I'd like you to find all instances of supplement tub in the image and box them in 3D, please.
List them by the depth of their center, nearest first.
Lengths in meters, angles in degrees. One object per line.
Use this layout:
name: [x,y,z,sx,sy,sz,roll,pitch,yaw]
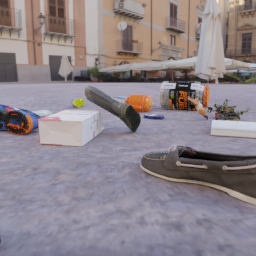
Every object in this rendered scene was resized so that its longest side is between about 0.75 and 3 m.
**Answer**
supplement tub: [3.207,-1.829,15.855,2.625,1.609,1.609,3,12,20]

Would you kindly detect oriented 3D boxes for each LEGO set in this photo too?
LEGO set: [4.421,-0.558,12.588,1.741,0.760,2.681,6,26,36]

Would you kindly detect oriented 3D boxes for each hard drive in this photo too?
hard drive: [4.246,0.046,10.006,2.430,0.319,1.603,4,12,17]

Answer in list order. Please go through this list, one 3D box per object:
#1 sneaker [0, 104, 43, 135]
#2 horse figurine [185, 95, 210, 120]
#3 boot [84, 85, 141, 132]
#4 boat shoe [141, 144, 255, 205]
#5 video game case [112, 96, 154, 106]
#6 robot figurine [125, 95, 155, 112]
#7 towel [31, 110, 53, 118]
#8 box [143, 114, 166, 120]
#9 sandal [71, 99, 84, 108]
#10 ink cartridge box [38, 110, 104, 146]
sneaker: [-4.378,-0.335,10.607,2.812,1.059,1.103,17,11,28]
horse figurine: [3.219,-0.950,12.533,0.338,1.355,0.898,-36,-6,37]
boot: [-0.548,-0.685,10.047,1.885,0.684,1.714,21,-23,28]
boat shoe: [1.539,0.680,5.590,2.980,0.849,0.996,10,15,40]
video game case: [0.281,-1.571,17.105,2.279,0.251,2.075,15,15,16]
robot figurine: [0.658,-1.364,15.302,1.608,0.938,1.156,5,-8,22]
towel: [-4.268,-0.666,13.618,0.962,0.270,1.123,-11,16,-33]
box: [1.280,-0.530,13.165,0.974,0.158,0.590,8,14,40]
sandal: [-3.166,-1.508,17.120,0.630,0.575,1.447,-4,3,11]
ink cartridge box: [-1.782,-0.111,9.483,1.434,0.831,2.462,2,12,11]
